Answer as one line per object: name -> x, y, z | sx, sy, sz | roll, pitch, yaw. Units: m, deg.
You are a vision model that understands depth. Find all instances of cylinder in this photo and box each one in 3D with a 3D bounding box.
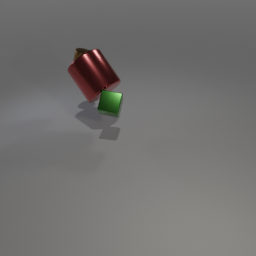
cylinder -> -1.766, -2.660, 10.923 | 0.700, 0.700, 0.700 | 14, 31, -9
cylinder -> -1.203, -1.850, 10.032 | 1.400, 1.400, 1.400 | -35, 1, 0

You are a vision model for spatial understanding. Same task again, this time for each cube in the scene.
cube -> -0.579, -0.805, 9.435 | 0.700, 0.700, 0.700 | 12, -9, 3
